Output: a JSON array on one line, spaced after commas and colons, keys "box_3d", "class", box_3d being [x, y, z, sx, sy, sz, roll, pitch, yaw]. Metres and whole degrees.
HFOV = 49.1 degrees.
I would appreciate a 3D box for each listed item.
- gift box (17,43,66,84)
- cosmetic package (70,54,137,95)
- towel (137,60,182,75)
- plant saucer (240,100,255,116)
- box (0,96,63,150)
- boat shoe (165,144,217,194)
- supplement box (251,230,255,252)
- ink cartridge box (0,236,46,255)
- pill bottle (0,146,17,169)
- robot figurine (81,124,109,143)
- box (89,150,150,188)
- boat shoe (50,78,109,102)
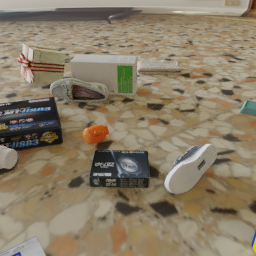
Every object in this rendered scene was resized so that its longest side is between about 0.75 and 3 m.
[{"box_3d": [-4.104, -2.862, 13.183, 1.797, 1.924, 1.775, -2, 20, -37], "class": "gift box"}, {"box_3d": [-1.016, -2.389, 12.498, 2.832, 1.524, 1.201, 1, 31, 6], "class": "cosmetic package"}, {"box_3d": [1.685, -3.347, 15.345, 2.407, 0.415, 1.595, 1, 28, 1], "class": "towel"}, {"box_3d": [5.760, -0.562, 10.538, 2.799, 0.265, 0.978, 16, 33, 25], "class": "plant saucer"}, {"box_3d": [-3.678, -0.180, 9.466, 2.658, 0.660, 2.638, -8, 31, -15], "class": "box"}, {"box_3d": [1.530, 0.998, 7.330, 1.975, 0.708, 0.669, -35, 21, -33], "class": "boat shoe"}, {"box_3d": [2.846, 2.305, 5.011, 0.619, 0.623, 1.138, -6, 29, -9], "class": "supplement box"}, {"box_3d": [-1.916, 2.480, 5.175, 0.758, 0.180, 0.767, -20, 33, -29], "class": "ink cartridge box"}, {"box_3d": [-3.706, 0.776, 7.742, 1.116, 0.636, 0.636, 9, 30, 14], "class": "pill bottle"}, {"box_3d": [-1.044, 0.179, 8.933, 0.885, 0.516, 0.636, -18, 36, -29], "class": "robot figurine"}, {"box_3d": [-0.206, 1.070, 7.521, 1.530, 0.333, 1.226, 1, 29, 2], "class": "box"}, {"box_3d": [-2.029, -1.492, 11.575, 2.444, 0.901, 0.784, 6, 25, -3], "class": "boat shoe"}]
